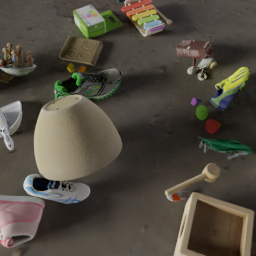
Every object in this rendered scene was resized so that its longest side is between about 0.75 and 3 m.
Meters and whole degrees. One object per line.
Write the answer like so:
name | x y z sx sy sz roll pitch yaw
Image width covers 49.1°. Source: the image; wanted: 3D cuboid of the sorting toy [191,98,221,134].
sorting toy | 3.139 -0.542 11.021 0.578 0.582 1.680 -9 57 -33

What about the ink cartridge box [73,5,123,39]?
ink cartridge box | -1.467 -5.437 13.887 2.016 0.763 1.490 -28 62 -15

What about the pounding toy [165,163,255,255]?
pounding toy | 2.265 2.590 8.451 2.536 1.320 2.886 16 59 10

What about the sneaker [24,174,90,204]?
sneaker | -2.198 1.924 8.918 2.133 0.773 0.766 14 59 -23

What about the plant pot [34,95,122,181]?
plant pot | -1.766 0.052 8.918 2.830 1.900 2.830 -11 25 5

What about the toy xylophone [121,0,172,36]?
toy xylophone | 0.991 -5.637 14.069 1.950 0.669 2.663 -30 63 -18

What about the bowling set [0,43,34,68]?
bowling set | -4.938 -3.092 11.989 1.613 0.866 1.123 17 24 20

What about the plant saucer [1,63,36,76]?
plant saucer | -4.687 -2.494 12.044 1.429 0.359 1.429 1 22 0

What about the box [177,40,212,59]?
box | 2.964 -3.543 12.585 1.387 0.520 0.695 18 57 33

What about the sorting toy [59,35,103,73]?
sorting toy | -2.231 -3.296 12.841 1.669 0.300 2.241 14 59 3

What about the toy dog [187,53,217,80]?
toy dog | 3.305 -2.848 12.285 0.936 0.684 1.419 32 62 19

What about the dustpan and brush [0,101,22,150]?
dustpan and brush | -4.628 -0.033 10.467 1.790 0.734 2.565 -26 61 -16

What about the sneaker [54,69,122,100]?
sneaker | -1.552 -1.739 11.266 2.882 1.228 1.124 -25 61 -16

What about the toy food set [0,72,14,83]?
toy food set | -5.289 -2.247 12.245 0.567 0.165 0.821 15 53 1

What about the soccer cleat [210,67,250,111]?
soccer cleat | 4.212 -1.766 11.512 1.047 0.810 2.504 30 63 13

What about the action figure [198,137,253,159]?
action figure | 3.582 0.726 9.984 1.991 0.544 1.176 7 21 -11

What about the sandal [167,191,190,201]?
sandal | 1.647 2.265 9.325 0.888 0.254 0.340 5 71 -21

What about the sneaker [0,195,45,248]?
sneaker | -3.998 2.835 8.468 2.696 1.015 1.410 2 53 -3

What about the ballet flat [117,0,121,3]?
ballet flat | -0.493 -7.194 15.287 0.284 0.286 0.836 -4 57 0
